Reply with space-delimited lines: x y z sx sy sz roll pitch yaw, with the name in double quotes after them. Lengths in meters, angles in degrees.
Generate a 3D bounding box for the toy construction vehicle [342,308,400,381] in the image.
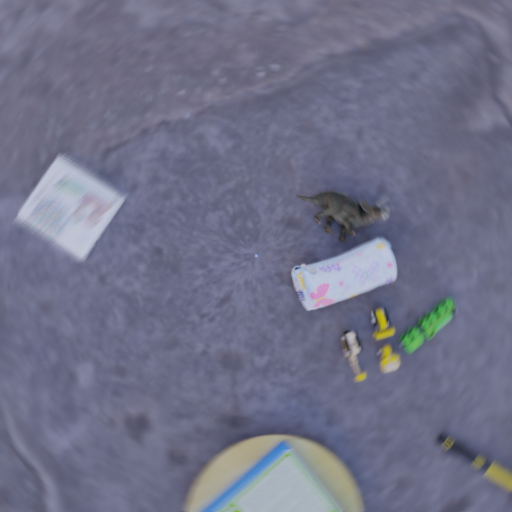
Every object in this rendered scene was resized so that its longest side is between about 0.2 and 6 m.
2.104 1.646 10.385 0.981 0.397 1.127 -17 83 -10 "toy construction vehicle"

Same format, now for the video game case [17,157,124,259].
-3.552 -0.920 10.746 1.536 0.182 1.398 32 84 3 "video game case"

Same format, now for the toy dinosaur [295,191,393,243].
1.595 -0.846 10.604 1.743 0.671 0.891 22 70 10 "toy dinosaur"

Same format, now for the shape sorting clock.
0.319 4.719 9.849 3.111 0.610 3.111 0 83 -3 "shape sorting clock"

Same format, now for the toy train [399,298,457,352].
3.237 1.300 10.454 1.303 0.272 0.367 -39 95 -4 "toy train"

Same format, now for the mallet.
4.198 3.966 10.106 2.101 0.432 0.692 24 88 8 "mallet"

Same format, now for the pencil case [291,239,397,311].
1.602 0.334 10.285 1.904 0.792 0.864 -18 96 -3 "pencil case"
